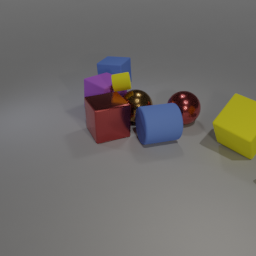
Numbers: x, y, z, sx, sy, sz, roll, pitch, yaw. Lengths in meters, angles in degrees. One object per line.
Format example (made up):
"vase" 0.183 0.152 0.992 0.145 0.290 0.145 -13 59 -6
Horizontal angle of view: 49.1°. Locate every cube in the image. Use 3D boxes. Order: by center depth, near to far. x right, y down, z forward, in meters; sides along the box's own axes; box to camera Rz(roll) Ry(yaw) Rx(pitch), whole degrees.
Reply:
"cube" 3.953 -0.052 9.586 1.400 1.400 1.400 33 77 36
"cube" -0.799 -0.438 10.900 1.400 1.400 1.400 -12 32 -20
"cube" -1.015 -1.529 12.653 1.400 1.400 1.400 29 39 35
"cube" -0.716 -3.004 15.246 1.400 1.400 1.400 8 32 20

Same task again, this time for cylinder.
"cylinder" 1.121 -0.166 10.407 1.400 1.400 1.400 -8 31 -14
"cylinder" -0.266 -1.869 11.375 0.700 0.700 0.700 -9 30 6

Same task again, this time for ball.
"ball" 2.289 -0.831 11.579 1.400 1.400 1.400 0 30 0
"ball" 0.338 -0.913 11.723 1.400 1.400 1.400 0 30 0
